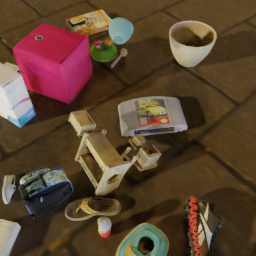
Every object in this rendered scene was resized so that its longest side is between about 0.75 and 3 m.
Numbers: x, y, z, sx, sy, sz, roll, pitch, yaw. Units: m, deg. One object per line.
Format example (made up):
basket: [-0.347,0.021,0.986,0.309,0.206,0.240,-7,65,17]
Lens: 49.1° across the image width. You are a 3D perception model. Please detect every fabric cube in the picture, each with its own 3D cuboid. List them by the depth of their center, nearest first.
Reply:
fabric cube: [-2.869,-2.576,11.179,2.068,2.074,2.035,21,54,15]

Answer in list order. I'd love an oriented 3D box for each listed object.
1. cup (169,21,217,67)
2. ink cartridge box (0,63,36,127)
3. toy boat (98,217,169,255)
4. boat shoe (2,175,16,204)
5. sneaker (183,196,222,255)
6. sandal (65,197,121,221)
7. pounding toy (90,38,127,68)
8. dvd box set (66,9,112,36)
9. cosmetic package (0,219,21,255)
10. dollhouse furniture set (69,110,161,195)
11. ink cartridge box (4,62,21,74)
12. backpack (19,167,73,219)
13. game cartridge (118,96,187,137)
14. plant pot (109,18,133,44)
cup: [2.751,-3.564,12.365,1.976,1.413,1.976,-1,52,1]
ink cartridge box: [-4.363,-1.227,10.118,1.488,2.059,0.872,29,57,21]
toy boat: [-0.001,3.105,7.442,2.004,0.931,1.685,27,57,19]
boat shoe: [-3.701,1.873,8.766,0.334,0.368,1.002,-12,52,-8]
sneaker: [2.125,2.898,7.715,1.030,0.745,2.108,1,51,4]
sandal: [-1.039,2.337,8.349,1.672,0.452,0.672,-4,52,-3]
pounding toy: [-0.981,-3.679,12.861,1.676,0.778,1.294,30,58,22]
dvd box set: [-1.950,-5.423,14.525,2.082,0.306,1.524,-23,56,-17]
cosmetic package: [-3.481,3.110,7.788,0.552,0.397,0.978,11,54,9]
dollhouse furniture set: [-0.580,0.673,9.462,2.206,1.387,2.494,-9,47,-38]
ink cartridge box: [-5.132,-2.261,12.086,1.225,0.249,1.223,20,55,15]
backpack: [-2.422,1.776,8.280,1.389,1.271,1.021,-24,55,-23]
game cartridge: [0.876,-0.493,10.594,2.421,0.495,1.611,-6,48,-5]
plant pot: [-0.286,-3.401,10.084,0.903,0.903,0.608,5,65,4]
